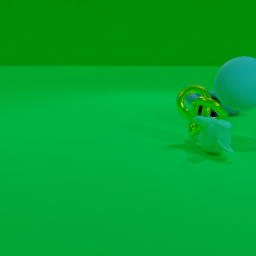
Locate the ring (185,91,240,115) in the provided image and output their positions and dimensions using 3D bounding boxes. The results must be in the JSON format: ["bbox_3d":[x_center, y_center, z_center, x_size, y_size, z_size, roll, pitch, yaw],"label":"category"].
[{"bbox_3d":[3.006,-0.931,9.944,1.962,0.392,1.962,9,21,-3],"label":"ring"}]

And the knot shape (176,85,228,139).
[{"bbox_3d":[1.534,-0.274,6.109,0.542,1.098,1.174,-12,37,-35],"label":"knot shape"}]

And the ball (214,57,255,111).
[{"bbox_3d":[2.690,-1.031,6.599,1.264,1.264,1.264,0,14,0],"label":"ball"}]

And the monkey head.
[{"bbox_3d":[1.596,0.130,5.474,0.813,0.681,1.129,13,4,-24],"label":"monkey head"}]

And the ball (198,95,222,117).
[{"bbox_3d":[2.305,-0.557,8.163,0.838,0.838,0.838,0,14,0],"label":"ball"}]
